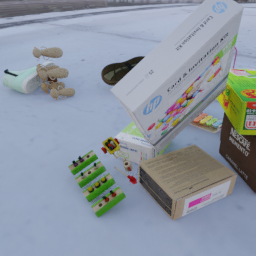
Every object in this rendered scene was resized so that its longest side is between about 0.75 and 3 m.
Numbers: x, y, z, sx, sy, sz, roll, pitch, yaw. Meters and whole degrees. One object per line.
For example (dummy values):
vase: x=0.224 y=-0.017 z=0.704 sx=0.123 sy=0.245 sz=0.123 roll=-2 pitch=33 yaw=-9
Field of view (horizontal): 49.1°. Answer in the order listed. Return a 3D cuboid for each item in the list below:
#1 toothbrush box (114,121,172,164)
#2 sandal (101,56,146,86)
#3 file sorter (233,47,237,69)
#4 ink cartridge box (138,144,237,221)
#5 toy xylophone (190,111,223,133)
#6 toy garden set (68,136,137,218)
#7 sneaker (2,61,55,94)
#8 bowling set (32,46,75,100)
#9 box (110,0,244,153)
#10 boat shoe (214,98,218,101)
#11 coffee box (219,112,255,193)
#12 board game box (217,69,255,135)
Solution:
toothbrush box: x=0.444 y=0.280 z=7.196 sx=1.021 sy=0.604 sz=1.402 roll=15 pitch=33 yaw=25
sandal: x=0.236 y=-2.111 z=11.177 sx=2.939 sy=0.802 sz=1.201 roll=-21 pitch=66 yaw=-29
file sorter: x=3.185 y=-2.638 z=11.486 sx=2.269 sy=1.423 sz=1.577 roll=-25 pitch=37 yaw=-36
ink cartridge box: x=1.197 y=1.051 z=5.857 sx=1.571 sy=0.590 sz=1.294 roll=-14 pitch=34 yaw=-25
toy xylophone: x=2.363 y=-0.231 z=8.402 sx=1.200 sy=0.301 sz=0.878 roll=19 pitch=34 yaw=29
toy garden set: x=-0.484 y=0.871 z=5.835 sx=1.255 sy=0.300 sz=1.506 roll=-35 pitch=46 yaw=-10
sneaker: x=-3.947 y=-2.207 z=11.228 sx=1.369 sy=0.854 sz=2.321 roll=15 pitch=35 yaw=14
bowling set: x=-2.970 y=-1.851 z=10.564 sx=1.129 sy=2.104 sz=1.464 roll=-14 pitch=-10 yaw=-37
box: x=0.978 y=-0.711 z=5.118 sx=2.143 sy=2.749 sz=0.566 roll=-43 pitch=68 yaw=-2
boat shoe: x=2.738 y=-1.458 z=10.025 sx=1.918 sy=0.818 sz=0.708 roll=8 pitch=31 yaw=14
coffee box: x=3.908 y=0.339 z=6.453 sx=2.991 sy=1.192 sz=1.710 roll=-6 pitch=27 yaw=-10
board game box: x=2.991 y=-0.738 z=6.503 sx=1.489 sy=0.698 sz=2.930 roll=1 pitch=24 yaw=6
